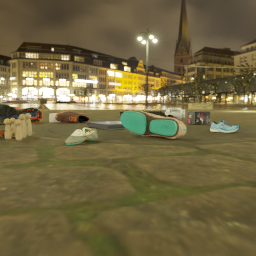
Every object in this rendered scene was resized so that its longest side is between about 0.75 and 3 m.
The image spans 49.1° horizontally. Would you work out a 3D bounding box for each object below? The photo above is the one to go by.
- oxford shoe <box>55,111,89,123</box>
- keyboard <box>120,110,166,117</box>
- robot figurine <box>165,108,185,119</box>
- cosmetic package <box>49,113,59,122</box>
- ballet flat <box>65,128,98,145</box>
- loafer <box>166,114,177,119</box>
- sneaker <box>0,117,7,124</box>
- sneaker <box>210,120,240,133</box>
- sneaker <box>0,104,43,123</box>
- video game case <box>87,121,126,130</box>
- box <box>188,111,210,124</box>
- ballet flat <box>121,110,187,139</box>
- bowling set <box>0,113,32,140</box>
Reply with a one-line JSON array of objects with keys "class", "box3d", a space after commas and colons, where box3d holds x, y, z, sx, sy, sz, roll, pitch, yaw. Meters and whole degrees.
[{"class": "oxford shoe", "box3d": [-2.936, -0.570, 14.885, 1.813, 0.645, 0.657, -3, 11, -27]}, {"class": "keyboard", "box3d": [0.957, -0.631, 17.497, 2.956, 0.586, 1.538, -1, 28, -19]}, {"class": "robot figurine", "box3d": [3.012, -0.929, 18.091, 1.336, 0.754, 1.133, 2, -34, 12]}, {"class": "cosmetic package", "box3d": [-3.605, -0.576, 15.511, 1.400, 0.518, 0.712, 0, 5, -8]}, {"class": "ballet flat", "box3d": [-1.238, 0.190, 7.415, 0.397, 0.375, 1.178, 3, 6, 30]}, {"class": "loafer", "box3d": [1.833, -0.295, 11.854, 0.584, 0.570, 1.599, -1, 5, -9]}, {"class": "sneaker", "box3d": [-6.411, -0.447, 13.646, 1.273, 0.578, 0.483, -2, 3, -36]}, {"class": "sneaker", "box3d": [3.426, -0.069, 9.934, 1.008, 0.454, 0.395, 3, 6, 29]}, {"class": "sneaker", "box3d": [-5.869, -0.662, 14.893, 2.703, 1.018, 1.060, 8, -3, -8]}, {"class": "video game case", "box3d": [-0.227, -0.157, 12.283, 2.569, 0.244, 1.835, -4, 7, -34]}, {"class": "box", "box3d": [3.545, -0.517, 14.041, 1.036, 0.634, 0.550, -2, 4, -31]}, {"class": "ballet flat", "box3d": [0.789, -0.076, 8.730, 2.335, 0.795, 0.785, 17, 11, 42]}, {"class": "bowling set", "box3d": [-3.429, -0.059, 8.280, 0.933, 0.719, 1.340, 0, 5, -8]}]
